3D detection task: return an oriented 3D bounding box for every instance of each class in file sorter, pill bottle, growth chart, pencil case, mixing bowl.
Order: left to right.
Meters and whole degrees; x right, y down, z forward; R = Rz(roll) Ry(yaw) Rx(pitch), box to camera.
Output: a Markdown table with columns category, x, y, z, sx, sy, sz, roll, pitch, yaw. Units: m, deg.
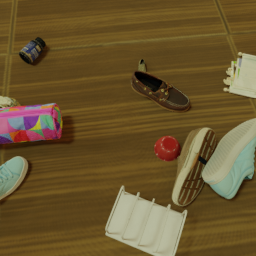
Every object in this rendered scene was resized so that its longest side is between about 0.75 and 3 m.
| category | x | y | z | sx | sy | sz | roll | pitch | yaw |
| --- | --- | --- | --- | --- | --- | --- | --- | --- | --- |
| pencil case | -3.502 | -0.110 | 8.730 | 2.823 | 1.248 | 1.248 | -5 | 64 | -5 |
| pill bottle | -3.557 | -2.923 | 10.482 | 0.553 | 0.553 | 0.988 | 29 | 68 | 14 |
| file sorter | 0.487 | 2.520 | 7.470 | 1.897 | 1.181 | 1.316 | 19 | 66 | 9 |
| mixing bowl | 1.267 | 0.575 | 8.821 | 0.859 | 0.465 | 0.859 | 0 | 63 | 1 |
| growth chart | 4.352 | -1.956 | 10.214 | 1.488 | 0.182 | 2.057 | 22 | 66 | 11 |

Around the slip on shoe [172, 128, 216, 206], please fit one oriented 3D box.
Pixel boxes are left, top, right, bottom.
| category | x | y | z | sx | sy | sz | roll | pitch | yaw |
| --- | --- | --- | --- | --- | --- | --- | --- | --- | --- |
| slip on shoe | 1.841 | 1.099 | 8.437 | 0.762 | 0.956 | 2.514 | 6 | 67 | 49 |

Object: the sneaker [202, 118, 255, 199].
| category | x | y | z | sx | sy | sz | roll | pitch | yaw |
| --- | --- | --- | --- | --- | --- | --- | --- | --- | --- |
| sneaker | 3.365 | 0.913 | 8.511 | 2.894 | 1.070 | 1.186 | -44 | 101 | -24 |

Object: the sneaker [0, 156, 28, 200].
| category | x | y | z | sx | sy | sz | roll | pitch | yaw |
| --- | --- | --- | --- | --- | --- | --- | --- | --- | --- |
| sneaker | -3.895 | 1.635 | 8.036 | 0.838 | 0.929 | 2.268 | 37 | 70 | 15 |

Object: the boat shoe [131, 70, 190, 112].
| category | x | y | z | sx | sy | sz | roll | pitch | yaw |
| --- | --- | --- | --- | --- | --- | --- | --- | --- | --- |
| boat shoe | 1.092 | -1.267 | 9.553 | 2.226 | 0.783 | 0.783 | 24 | 65 | 10 |

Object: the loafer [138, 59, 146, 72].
| category | x | y | z | sx | sy | sz | roll | pitch | yaw |
| --- | --- | --- | --- | --- | --- | --- | --- | --- | --- |
| loafer | 0.507 | -2.221 | 10.301 | 0.286 | 0.254 | 0.753 | -5 | 64 | -2 |

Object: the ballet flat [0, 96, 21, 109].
| category | x | y | z | sx | sy | sz | roll | pitch | yaw |
| --- | --- | --- | --- | --- | --- | --- | --- | --- | --- |
| ballet flat | -4.622 | -0.872 | 9.386 | 2.186 | 0.773 | 0.773 | 13 | 65 | 6 |
